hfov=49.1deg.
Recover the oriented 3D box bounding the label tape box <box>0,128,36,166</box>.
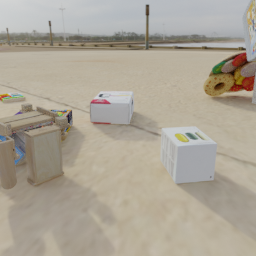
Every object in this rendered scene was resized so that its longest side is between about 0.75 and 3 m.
[{"bbox_3d":[-2.550,0.327,6.354,0.843,0.389,1.177,46,31,3],"label":"label tape box"}]

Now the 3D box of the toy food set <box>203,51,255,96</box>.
[{"bbox_3d":[4.781,-2.284,12.030,2.744,2.716,0.667,3,60,-10],"label":"toy food set"}]

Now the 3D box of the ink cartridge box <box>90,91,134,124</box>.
[{"bbox_3d":[-0.500,-0.745,9.676,1.305,0.757,1.768,1,20,5],"label":"ink cartridge box"}]

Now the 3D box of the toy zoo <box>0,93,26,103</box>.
[{"bbox_3d":[-5.226,-1.384,12.495,0.926,0.144,1.412,-13,23,-33],"label":"toy zoo"}]

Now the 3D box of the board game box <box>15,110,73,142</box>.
[{"bbox_3d":[-2.550,-0.047,7.941,1.611,0.553,1.949,1,19,0],"label":"board game box"}]

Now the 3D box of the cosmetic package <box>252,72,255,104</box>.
[{"bbox_3d":[5.469,-1.580,11.219,0.565,1.331,0.716,-4,20,-10],"label":"cosmetic package"}]

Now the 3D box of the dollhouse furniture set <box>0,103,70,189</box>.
[{"bbox_3d":[-2.378,0.310,6.006,2.158,1.054,1.840,19,26,40],"label":"dollhouse furniture set"}]

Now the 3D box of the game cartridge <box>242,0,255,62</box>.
[{"bbox_3d":[1.705,-1.313,3.545,0.244,0.783,1.176,-1,-7,10],"label":"game cartridge"}]

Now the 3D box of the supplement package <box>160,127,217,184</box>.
[{"bbox_3d":[1.221,0.522,5.858,0.816,0.810,1.075,-3,19,-9],"label":"supplement package"}]
